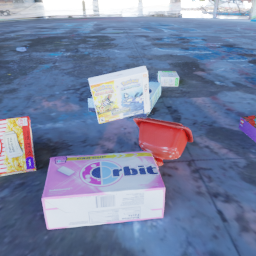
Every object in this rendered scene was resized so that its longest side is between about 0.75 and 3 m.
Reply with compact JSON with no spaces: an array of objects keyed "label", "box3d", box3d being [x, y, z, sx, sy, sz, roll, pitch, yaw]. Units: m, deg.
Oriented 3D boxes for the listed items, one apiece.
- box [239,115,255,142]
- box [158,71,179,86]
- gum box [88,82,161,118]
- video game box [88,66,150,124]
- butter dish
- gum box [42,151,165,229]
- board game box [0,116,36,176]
[{"label":"box","box3d":[5.008,0.270,8.960,1.716,0.490,2.508,-5,28,-10]},{"label":"box","box3d":[2.067,-2.543,14.467,0.949,0.520,1.076,2,28,-1]},{"label":"gum box","box3d":[-0.030,-1.371,12.013,2.427,0.636,2.856,8,28,15]},{"label":"video game box","box3d":[-0.123,-0.583,5.106,1.036,0.944,0.243,-14,44,-5]},{"label":"butter dish","box3d":[0.939,0.482,7.946,1.610,1.190,1.606,11,-12,19]},{"label":"gum box","box3d":[-0.479,1.335,6.459,2.658,0.879,1.508,-3,27,-6]},{"label":"board game box","box3d":[-3.556,0.560,7.473,1.950,1.477,0.451,-9,-14,-14]}]
